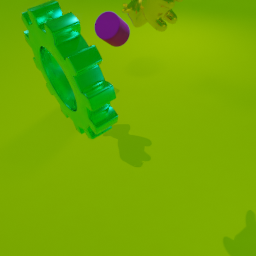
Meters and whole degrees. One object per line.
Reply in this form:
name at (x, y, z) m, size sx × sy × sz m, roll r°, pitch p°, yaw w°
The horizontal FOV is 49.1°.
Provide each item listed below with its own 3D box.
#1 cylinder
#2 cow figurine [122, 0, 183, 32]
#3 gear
cylinder at (-0.429, -2.742, 7.824) m, size 0.762 × 0.762 × 0.762 m, roll 19°, pitch 7°, yaw 21°
cow figurine at (0.471, -2.619, 5.924) m, size 1.260 × 1.280 × 0.703 m, roll 43°, pitch 66°, yaw 14°
gear at (-0.617, -0.549, 2.911) m, size 0.258 × 1.396 × 1.396 m, roll -32°, pitch 49°, yaw -21°
